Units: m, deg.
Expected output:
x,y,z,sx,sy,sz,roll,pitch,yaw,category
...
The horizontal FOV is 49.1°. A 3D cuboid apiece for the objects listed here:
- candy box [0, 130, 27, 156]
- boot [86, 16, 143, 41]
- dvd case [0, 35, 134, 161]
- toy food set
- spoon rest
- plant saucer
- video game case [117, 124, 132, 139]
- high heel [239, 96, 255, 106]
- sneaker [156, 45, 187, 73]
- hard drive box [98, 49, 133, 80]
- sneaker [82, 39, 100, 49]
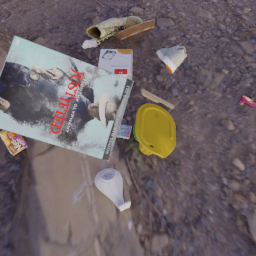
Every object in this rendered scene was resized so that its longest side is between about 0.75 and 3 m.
x,y,z,sx,sy,sz,roll,pitch,yaw,category
-4.027,0.403,9.819,0.287,1.017,0.593,26,51,39,candy box
-0.670,-5.114,14.449,2.558,0.922,1.978,16,37,35,boot
-1.509,-0.632,6.528,2.905,0.320,2.121,20,83,-15,dvd case
0.884,0.015,10.403,1.601,0.889,2.721,21,49,-14,toy food set
-0.456,1.944,8.878,0.911,0.556,1.834,-18,37,-17,spoon rest
0.401,-4.966,14.392,2.241,0.386,2.241,-21,12,5,plant saucer
-0.332,0.101,10.735,0.870,0.076,0.622,9,49,7,video game case
5.105,-1.158,11.629,0.883,0.424,0.297,6,48,5,high heel
1.725,-2.746,10.647,0.960,0.790,2.088,-37,24,13,sneaker
-0.559,-2.764,12.846,1.532,0.755,1.966,0,48,1,hard drive box
-1.899,-4.372,14.541,1.014,0.380,0.505,-34,56,-27,sneaker
